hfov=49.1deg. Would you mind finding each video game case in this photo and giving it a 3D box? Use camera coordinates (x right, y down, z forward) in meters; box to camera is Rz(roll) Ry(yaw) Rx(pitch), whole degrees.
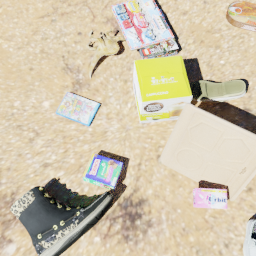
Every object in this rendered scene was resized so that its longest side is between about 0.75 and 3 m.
[{"bbox_3d":[-1.956,-0.752,10.971,1.445,0.129,1.034,21,68,8],"label":"video game case"}]

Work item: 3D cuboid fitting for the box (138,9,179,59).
[{"bbox_3d":[1.057,-4.040,12.219,1.567,0.432,2.294,-16,68,-7],"label":"box"}]

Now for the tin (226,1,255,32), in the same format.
[{"bbox_3d":[5.601,-4.985,12.630,2.339,0.490,1.310,19,64,8],"label":"tin"}]

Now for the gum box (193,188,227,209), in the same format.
[{"bbox_3d":[2.623,2.278,9.065,1.065,0.352,0.604,3,76,-2],"label":"gum box"}]

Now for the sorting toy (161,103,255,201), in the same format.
[{"bbox_3d":[2.706,0.793,9.104,2.860,2.647,0.522,30,39,14],"label":"sorting toy"}]

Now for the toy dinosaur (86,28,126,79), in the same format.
[{"bbox_3d":[-1.091,-3.419,11.774,1.368,0.788,2.706,38,72,14],"label":"toy dinosaur"}]

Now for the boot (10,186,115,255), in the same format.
[{"bbox_3d":[-2.121,2.544,9.069,2.914,1.052,2.201,-40,70,-16],"label":"boot"}]

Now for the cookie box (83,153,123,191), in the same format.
[{"bbox_3d":[-0.862,1.525,9.737,1.148,0.431,0.982,16,56,7],"label":"cookie box"}]

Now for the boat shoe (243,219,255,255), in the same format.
[{"bbox_3d":[3.997,3.605,8.891,0.494,0.505,1.417,11,67,5],"label":"boat shoe"}]

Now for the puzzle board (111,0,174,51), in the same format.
[{"bbox_3d":[0.588,-4.628,12.110,1.956,0.226,2.595,-19,68,-7],"label":"puzzle board"}]

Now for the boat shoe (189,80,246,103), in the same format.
[{"bbox_3d":[3.312,-1.328,10.860,2.309,0.790,0.863,3,70,24],"label":"boat shoe"}]

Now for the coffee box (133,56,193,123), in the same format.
[{"bbox_3d":[1.183,-1.382,10.353,1.763,1.746,1.766,-7,67,-3],"label":"coffee box"}]
